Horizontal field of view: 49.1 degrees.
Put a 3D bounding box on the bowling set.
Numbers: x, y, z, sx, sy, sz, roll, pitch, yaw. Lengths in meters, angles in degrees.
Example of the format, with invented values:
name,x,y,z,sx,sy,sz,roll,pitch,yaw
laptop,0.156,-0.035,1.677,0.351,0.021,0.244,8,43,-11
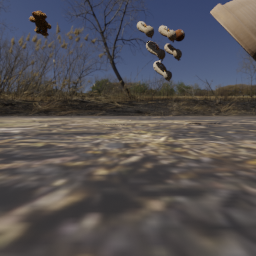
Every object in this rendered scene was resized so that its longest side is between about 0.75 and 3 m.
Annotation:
name,x,y,z,sx,sy,sz,roll,pitch,yaw
bowling set,1.589,-3.331,10.961,1.750,2.515,1.350,-33,38,2

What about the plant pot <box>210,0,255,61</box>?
name,x,y,z,sx,sy,sz,roll,pitch,yaw
plant pot,3.302,-2.462,7.042,1.114,2.413,2.413,-43,-20,28

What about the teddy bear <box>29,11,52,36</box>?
name,x,y,z,sx,sy,sz,roll,pitch,yaw
teddy bear,-3.164,-3.804,10.178,0.795,0.366,1.096,16,-31,18
